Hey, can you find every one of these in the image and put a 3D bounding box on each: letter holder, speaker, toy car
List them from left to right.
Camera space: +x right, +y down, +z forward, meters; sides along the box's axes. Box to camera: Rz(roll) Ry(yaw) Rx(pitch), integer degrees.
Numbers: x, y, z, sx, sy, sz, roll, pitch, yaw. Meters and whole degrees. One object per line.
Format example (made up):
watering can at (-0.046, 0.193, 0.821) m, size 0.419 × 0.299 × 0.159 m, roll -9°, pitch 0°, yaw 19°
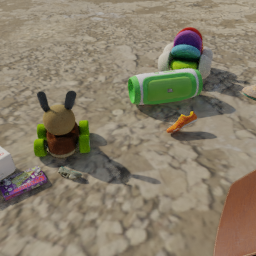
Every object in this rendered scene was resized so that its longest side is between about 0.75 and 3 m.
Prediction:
toy car at (-2.150, -0.286, 8.849) m, size 1.723 × 2.098 × 1.655 m, roll -5°, pitch 37°, yaw -6°
speaker at (1.501, -1.685, 11.405) m, size 2.866 × 1.268 × 1.268 m, roll -9°, pitch 38°, yaw -12°
toy car at (2.831, -3.656, 13.386) m, size 2.445 × 2.095 × 2.794 m, roll 11°, pitch 37°, yaw 14°
letter holder at (3.145, 2.231, 6.344) m, size 1.315 × 1.858 × 2.614 m, roll 39°, pitch 44°, yaw -2°

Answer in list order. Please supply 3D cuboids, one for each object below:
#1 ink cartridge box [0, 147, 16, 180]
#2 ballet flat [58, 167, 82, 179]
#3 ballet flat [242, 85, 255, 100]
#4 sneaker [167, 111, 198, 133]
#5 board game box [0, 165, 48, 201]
ink cartridge box at (-4.385, 0.977, 8.318) m, size 1.690 × 0.717 × 1.231 m, roll 27°, pitch 45°, yaw 28°
ballet flat at (-1.709, 1.365, 8.243) m, size 0.780 × 0.263 × 0.248 m, roll 15°, pitch 67°, yaw 21°
ballet flat at (6.100, -1.442, 11.386) m, size 2.770 × 0.931 × 0.943 m, roll 27°, pitch 46°, yaw 31°
sneaker at (1.860, -0.188, 9.916) m, size 1.221 × 0.446 × 0.471 m, roll -29°, pitch 88°, yaw -11°
board game box at (-3.010, 1.543, 8.007) m, size 1.202 × 0.194 × 0.721 m, roll -22°, pitch 46°, yaw -29°
